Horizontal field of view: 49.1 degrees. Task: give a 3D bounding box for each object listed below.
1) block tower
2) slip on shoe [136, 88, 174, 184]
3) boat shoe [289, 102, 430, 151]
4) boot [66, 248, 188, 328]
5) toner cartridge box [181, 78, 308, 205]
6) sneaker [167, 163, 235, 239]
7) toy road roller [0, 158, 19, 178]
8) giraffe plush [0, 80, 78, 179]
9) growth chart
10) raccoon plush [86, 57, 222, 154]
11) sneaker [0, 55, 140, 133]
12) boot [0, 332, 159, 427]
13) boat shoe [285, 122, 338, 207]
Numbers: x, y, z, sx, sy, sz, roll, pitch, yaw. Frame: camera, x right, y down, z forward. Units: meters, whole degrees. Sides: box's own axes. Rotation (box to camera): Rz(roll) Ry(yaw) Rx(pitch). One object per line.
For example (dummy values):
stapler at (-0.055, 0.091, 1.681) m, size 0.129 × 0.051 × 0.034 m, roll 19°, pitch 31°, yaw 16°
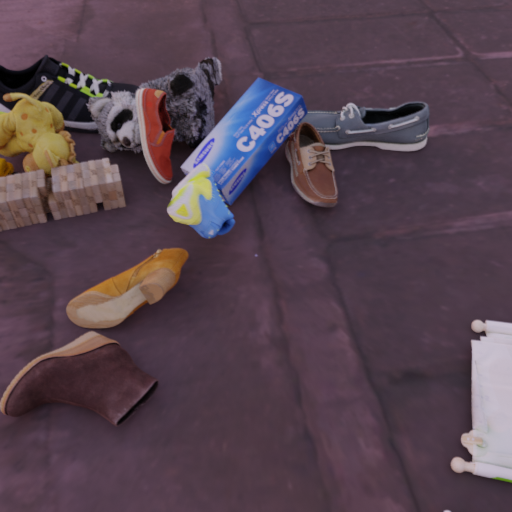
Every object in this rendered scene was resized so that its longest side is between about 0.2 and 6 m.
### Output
block tower at (-3.953, -1.158, 10.701) m, size 2.730 × 0.789 × 0.737 m, roll -11°, pitch 51°, yaw -12°
slip on shoe at (-1.871, -2.309, 10.908) m, size 0.575 × 1.878 × 0.696 m, roll -1°, pitch 23°, yaw 13°
boat shoe at (2.196, -2.975, 12.185) m, size 3.135 × 0.969 × 1.141 m, roll 5°, pitch 48°, yaw 5°
boot at (-2.080, 0.498, 9.339) m, size 1.917 × 0.674 × 1.372 m, roll -18°, pitch 20°, yaw 17°
toner cartridge box at (-0.221, -2.335, 11.244) m, size 1.210 × 0.550 × 2.548 m, roll 32°, pitch 77°, yaw 31°
sneaker at (-0.915, -0.876, 9.871) m, size 1.106 × 0.797 × 2.105 m, roll 44°, pitch 23°, yaw -15°
toy road roller at (-5.179, -1.567, 11.142) m, size 0.535 × 0.635 × 0.870 m, roll 9°, pitch 49°, yaw 9°
giraffe plush at (-4.273, -2.224, 11.237) m, size 1.727 × 2.001 × 1.623 m, roll -27°, pitch 83°, yaw -53°
growth chart at (4.012, 2.078, 8.126) m, size 2.049 × 0.251 × 2.831 m, roll 14°, pitch 49°, yaw 12°
raccoon plush at (-2.129, -3.294, 12.510) m, size 2.339 × 1.689 × 3.491 m, roll -4°, pitch 25°, yaw 12°
sneaker at (-4.297, -3.662, 12.450) m, size 3.608 × 1.494 × 1.294 m, roll -4°, pitch 48°, yaw -4°
boot at (-2.496, 1.938, 7.970) m, size 1.504 × 0.654 × 1.808 m, roll 32°, pitch 52°, yaw 27°
boat shoe at (1.116, -1.872, 11.232) m, size 0.842 × 0.798 × 2.224 m, roll -3°, pitch 47°, yaw -19°
